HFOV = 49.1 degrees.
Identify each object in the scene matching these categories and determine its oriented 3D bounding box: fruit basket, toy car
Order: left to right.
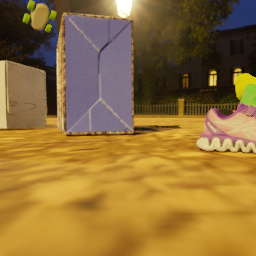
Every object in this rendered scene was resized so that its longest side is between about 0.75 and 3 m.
[{"bbox_3d":[-2.780,-3.564,8.787,0.824,0.791,1.003,17,25,-29],"label":"toy car"},{"bbox_3d":[4.918,-1.086,10.866,2.384,1.719,2.384,12,20,-5],"label":"fruit basket"}]

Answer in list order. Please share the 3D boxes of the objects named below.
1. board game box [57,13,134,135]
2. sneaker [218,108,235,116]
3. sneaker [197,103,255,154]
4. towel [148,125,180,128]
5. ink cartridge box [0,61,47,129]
[{"bbox_3d":[-0.856,-0.972,6.161,1.286,2.117,2.655,-1,2,-16],"label":"board game box"},{"bbox_3d":[4.800,-0.405,12.382,2.051,0.756,0.889,-1,-20,35],"label":"sneaker"},{"bbox_3d":[1.219,-0.001,2.695,1.093,0.483,0.439,2,2,25],"label":"sneaker"},{"bbox_3d":[1.170,-0.066,9.010,1.003,0.091,0.432,-1,3,-31],"label":"towel"},{"bbox_3d":[-3.666,-0.814,7.720,2.330,1.685,1.693,1,2,18],"label":"ink cartridge box"}]
